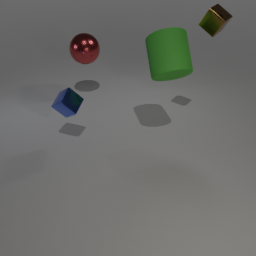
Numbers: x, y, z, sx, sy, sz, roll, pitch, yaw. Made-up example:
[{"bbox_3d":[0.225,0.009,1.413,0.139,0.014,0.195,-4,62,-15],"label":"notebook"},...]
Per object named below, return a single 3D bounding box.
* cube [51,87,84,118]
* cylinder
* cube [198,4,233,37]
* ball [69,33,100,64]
[{"bbox_3d":[-2.125,-0.885,9.865,0.700,0.700,0.700,-12,48,48],"label":"cube"},{"bbox_3d":[1.371,-2.425,9.399,1.400,1.400,1.400,-9,-4,-1],"label":"cylinder"},{"bbox_3d":[3.010,-3.710,9.661,0.700,0.700,0.700,44,51,6],"label":"cube"},{"bbox_3d":[-1.997,-3.650,12.930,1.400,1.400,1.400,0,32,0],"label":"ball"}]
